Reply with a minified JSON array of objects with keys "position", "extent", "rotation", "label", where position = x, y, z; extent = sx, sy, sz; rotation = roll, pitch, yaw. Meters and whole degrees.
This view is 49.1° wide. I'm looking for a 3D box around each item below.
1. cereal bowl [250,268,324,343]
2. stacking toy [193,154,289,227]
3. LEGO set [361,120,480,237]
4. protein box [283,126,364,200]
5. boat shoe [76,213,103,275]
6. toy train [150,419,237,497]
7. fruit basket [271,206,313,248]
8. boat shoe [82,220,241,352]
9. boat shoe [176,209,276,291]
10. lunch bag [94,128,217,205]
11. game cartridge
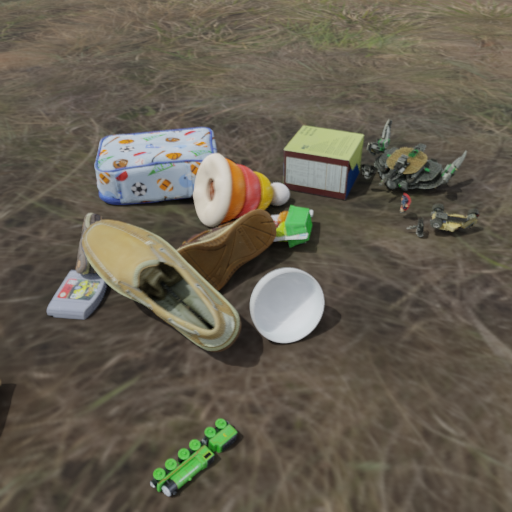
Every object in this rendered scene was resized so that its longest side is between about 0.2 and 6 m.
[{"position":[0.472,0.793,9.509],"extent":[1.279,1.279,0.533],"rotation":[-10,17,-14],"label":"cereal bowl"},{"position":[-0.171,-1.406,12.691],"extent":[2.201,1.608,1.608],"rotation":[2,31,-30],"label":"stacking toy"},{"position":[3.757,-1.723,13.436],"extent":[2.528,1.103,3.893],"rotation":[3,49,8],"label":"LEGO set"},{"position":[1.667,-2.341,13.917],"extent":[1.606,1.083,1.594],"rotation":[13,38,17],"label":"protein box"},{"position":[-3.169,-0.207,11.326],"extent":[0.766,0.778,2.089],"rotation":[10,28,-17],"label":"boat shoe"},{"position":[-0.811,2.729,7.587],"extent":[0.387,0.286,1.372],"rotation":[37,49,26],"label":"toy train"},{"position":[0.499,-0.569,12.009],"extent":[1.373,0.644,1.272],"rotation":[-11,27,18],"label":"fruit basket"},{"position":[-1.662,0.295,9.050],"extent":[3.263,1.242,1.169],"rotation":[31,83,18],"label":"boat shoe"},{"position":[-0.968,0.044,10.876],"extent":[2.940,1.061,1.058],"rotation":[-37,16,-24],"label":"boat shoe"},{"position":[-2.359,-2.308,13.865],"extent":[3.062,1.157,2.453],"rotation":[-4,34,-5],"label":"lunch bag"},{"position":[-3.270,0.700,10.447],"extent":[0.813,0.250,1.221],"rotation":[7,36,2],"label":"game cartridge"}]
